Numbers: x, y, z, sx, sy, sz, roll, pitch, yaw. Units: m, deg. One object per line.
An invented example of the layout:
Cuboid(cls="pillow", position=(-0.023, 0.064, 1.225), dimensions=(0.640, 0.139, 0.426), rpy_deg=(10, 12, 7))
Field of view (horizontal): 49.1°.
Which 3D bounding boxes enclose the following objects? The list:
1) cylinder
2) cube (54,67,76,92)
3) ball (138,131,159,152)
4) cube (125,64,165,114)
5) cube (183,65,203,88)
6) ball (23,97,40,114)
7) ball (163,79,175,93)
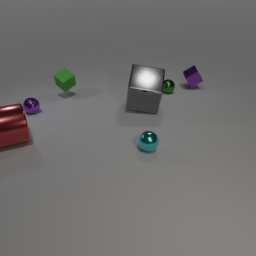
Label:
Cuboid(cls="cylinder", position=(-4.263, -0.054, 9.694), dimensions=(1.400, 1.400, 1.400), rpy_deg=(-14, 32, -23))
Cuboid(cls="cube", position=(-2.958, -2.268, 13.174), dimensions=(0.700, 0.700, 0.700), rpy_deg=(39, 64, 18))
Cuboid(cls="ball", position=(0.702, 0.446, 9.483), dimensions=(0.700, 0.700, 0.700), rpy_deg=(0, 29, 0))
Cuboid(cls="cube", position=(0.722, -1.640, 11.908), dimensions=(1.400, 1.400, 1.400), rpy_deg=(9, 55, 1))
Cuboid(cls="cube", position=(3.342, -2.656, 14.418), dimensions=(0.700, 0.700, 0.700), rpy_deg=(-29, 37, 20))
Cuboid(cls="ball", position=(-4.141, -0.961, 12.030), dimensions=(0.700, 0.700, 0.700), rpy_deg=(0, 29, 0))
Cuboid(cls="ball", position=(2.002, -2.091, 14.037), dimensions=(0.700, 0.700, 0.700), rpy_deg=(0, 29, 0))
